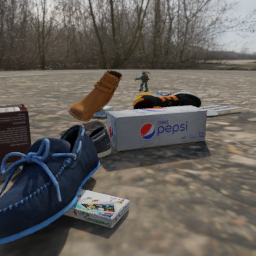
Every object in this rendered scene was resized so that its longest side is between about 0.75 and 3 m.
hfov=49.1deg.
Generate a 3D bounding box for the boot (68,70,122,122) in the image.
[{"bbox_3d":[-1.020,-1.119,9.083,0.762,1.600,2.068,39,27,3],"label":"boot"}]

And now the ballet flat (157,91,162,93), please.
[{"bbox_3d":[1.770,-1.943,15.771,0.336,0.336,0.906,-2,14,-6],"label":"ballet flat"}]

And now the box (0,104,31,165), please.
[{"bbox_3d":[-2.655,0.111,6.095,0.937,1.129,0.927,-6,15,-26],"label":"box"}]

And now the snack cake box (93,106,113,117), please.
[{"bbox_3d":[-1.115,-0.667,10.747,0.976,0.328,0.561,8,18,31],"label":"snack cake box"}]

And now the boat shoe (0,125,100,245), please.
[{"bbox_3d":[-1.255,0.608,4.185,1.188,0.969,2.823,-15,9,7],"label":"boat shoe"}]

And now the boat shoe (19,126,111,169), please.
[{"bbox_3d":[-1.279,0.395,5.944,2.080,0.652,0.756,-11,18,-37],"label":"boat shoe"}]

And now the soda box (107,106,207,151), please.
[{"bbox_3d":[0.765,-0.048,7.261,2.535,0.865,0.804,-6,15,-20],"label":"soda box"}]

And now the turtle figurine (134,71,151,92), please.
[{"bbox_3d":[0.722,-2.272,13.229,0.832,1.111,0.559,1,-7,-20],"label":"turtle figurine"}]

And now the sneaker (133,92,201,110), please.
[{"bbox_3d":[1.384,-0.766,10.268,2.485,0.869,1.118,4,27,17],"label":"sneaker"}]

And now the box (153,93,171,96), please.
[{"bbox_3d":[1.615,-1.676,14.808,1.072,0.268,1.080,7,16,25],"label":"box"}]

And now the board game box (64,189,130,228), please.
[{"bbox_3d":[-0.489,1.138,4.062,0.886,0.153,0.559,7,16,25],"label":"board game box"}]

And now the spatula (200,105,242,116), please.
[{"bbox_3d":[3.378,-0.728,11.406,2.347,0.188,1.632,-7,10,-28],"label":"spatula"}]
